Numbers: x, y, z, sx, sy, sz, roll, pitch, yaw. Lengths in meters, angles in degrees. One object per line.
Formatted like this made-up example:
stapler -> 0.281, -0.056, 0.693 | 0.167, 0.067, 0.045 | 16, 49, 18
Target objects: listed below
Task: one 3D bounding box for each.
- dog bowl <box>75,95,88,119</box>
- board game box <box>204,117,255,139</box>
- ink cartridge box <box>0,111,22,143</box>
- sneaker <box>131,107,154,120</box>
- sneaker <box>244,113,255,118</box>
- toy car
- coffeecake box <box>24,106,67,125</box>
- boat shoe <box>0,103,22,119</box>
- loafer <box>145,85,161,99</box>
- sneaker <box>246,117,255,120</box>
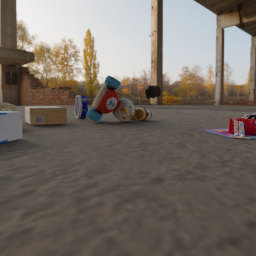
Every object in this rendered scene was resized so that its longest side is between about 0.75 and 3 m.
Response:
dog bowl -> -2.740, -1.225, 16.436 | 0.533, 1.354, 1.354 | 0, 5, -22
board game box -> 4.068, -0.094, 9.463 | 2.312, 0.570, 2.926 | -1, 6, -9
ink cartridge box -> -4.197, -0.047, 7.690 | 1.983, 0.835, 1.434 | 1, 6, 13
sneaker -> 0.580, -0.771, 15.638 | 0.929, 0.773, 2.062 | 6, 8, -32
sneaker -> 6.951, -0.582, 15.440 | 0.977, 0.393, 0.422 | -10, 16, -3
toy car -> -0.489, -1.064, 14.272 | 2.477, 2.283, 2.191 | 28, 3, -6
coffeecake box -> -4.031, -0.642, 13.571 | 1.648, 0.785, 2.148 | -3, 7, -26
boat shoe -> -4.683, -0.260, 10.022 | 0.939, 1.037, 2.909 | 37, 11, 10
loafer -> 1.131, -1.547, 11.709 | 0.533, 0.548, 1.502 | -15, 7, -9
sneaker -> 4.907, -0.217, 11.597 | 0.525, 0.454, 1.162 | -4, -4, 38
